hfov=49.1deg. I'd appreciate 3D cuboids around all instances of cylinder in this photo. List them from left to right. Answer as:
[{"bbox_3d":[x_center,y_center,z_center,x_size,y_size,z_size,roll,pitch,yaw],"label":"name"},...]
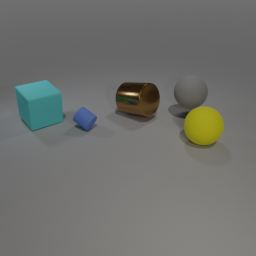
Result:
[{"bbox_3d":[-1.718,-0.378,11.227,0.700,0.700,0.700,36,38,7],"label":"cylinder"},{"bbox_3d":[0.420,-1.257,12.059,1.400,1.400,1.400,11,29,42],"label":"cylinder"}]

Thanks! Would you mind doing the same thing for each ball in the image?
[{"bbox_3d":[2.635,-1.510,11.780,1.400,1.400,1.400,0,29,0],"label":"ball"},{"bbox_3d":[2.745,-0.076,10.173,1.400,1.400,1.400,0,29,0],"label":"ball"}]

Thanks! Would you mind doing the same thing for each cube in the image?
[{"bbox_3d":[-3.663,-0.974,11.620,1.400,1.400,1.400,-20,42,-33],"label":"cube"}]
